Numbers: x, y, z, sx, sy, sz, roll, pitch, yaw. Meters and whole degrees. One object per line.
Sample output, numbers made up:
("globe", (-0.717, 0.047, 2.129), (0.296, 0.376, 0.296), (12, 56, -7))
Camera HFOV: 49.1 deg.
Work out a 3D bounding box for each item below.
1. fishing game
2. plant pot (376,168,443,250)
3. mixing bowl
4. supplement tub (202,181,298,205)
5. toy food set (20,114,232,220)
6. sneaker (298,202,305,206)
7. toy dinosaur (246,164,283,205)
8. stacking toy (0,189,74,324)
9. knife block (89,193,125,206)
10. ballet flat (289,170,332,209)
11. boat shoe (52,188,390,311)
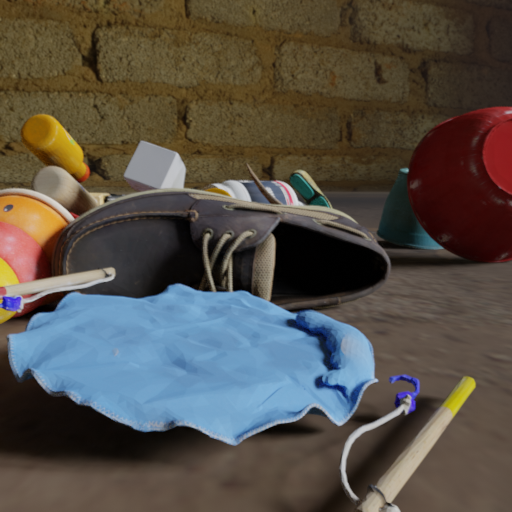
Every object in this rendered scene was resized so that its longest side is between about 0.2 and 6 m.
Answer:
("fishing game", (-0.348, 0.603, 3.408), (3.031, 0.471, 2.170), (13, 13, 27))
("plant pot", (2.989, -0.916, 10.270), (1.345, 1.264, 1.345), (5, 18, -2))
("mixing bowl", (3.504, -1.161, 7.941), (2.392, 2.392, 1.295), (0, -10, -1))
("supplement tub", (-0.150, -0.831, 10.620), (1.696, 1.190, 1.190), (-6, 10, -37))
("toy food set", (-1.730, -0.631, 7.626), (3.136, 1.497, 1.411), (20, -12, 10))
("sneaker", (1.081, -0.837, 12.537), (0.865, 0.735, 1.895), (6, 5, -10))
("toy dinosaur", (0.617, -0.419, 8.609), (1.177, 0.669, 2.216), (17, -20, 32))
("stacking toy", (-2.278, 0.208, 4.767), (1.205, 1.205, 1.649), (1, 24, 8))
("knife block", (-3.661, -0.728, 10.863), (3.012, 0.964, 2.644), (-2, 8, -12))
("ballet flat", (1.376, -1.385, 13.204), (0.550, 1.556, 0.550), (-38, 5, 4))
("boat shoe", (-0.186, -0.032, 5.192), (3.213, 1.197, 1.178), (-5, 9, -21))
